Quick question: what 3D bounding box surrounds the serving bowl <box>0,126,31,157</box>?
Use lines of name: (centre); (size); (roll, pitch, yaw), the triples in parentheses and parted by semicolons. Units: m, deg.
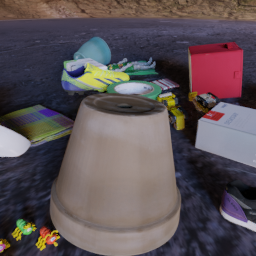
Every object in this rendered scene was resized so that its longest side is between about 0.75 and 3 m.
serving bowl: (-3.303, 0.333, 6.889); (1.659, 1.659, 0.546); (10, 70, 19)

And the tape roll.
tape roll: (0.235, -1.318, 10.986); (2.135, 0.513, 2.135); (0, 26, 0)

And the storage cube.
storage cube: (3.448, -2.295, 11.308); (1.883, 2.095, 1.791); (-2, 26, 10)

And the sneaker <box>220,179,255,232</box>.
sneaker: (2.594, 1.494, 4.936); (1.851, 0.810, 0.701); (14, 33, 26)

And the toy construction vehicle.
toy construction vehicle: (1.989, -0.648, 9.580); (1.866, 0.755, 2.143); (-16, 27, -8)

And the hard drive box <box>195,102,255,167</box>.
hard drive box: (3.247, 0.171, 7.561); (2.278, 0.875, 1.776); (17, 30, 31)

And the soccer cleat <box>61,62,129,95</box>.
soccer cleat: (-1.318, -2.165, 11.849); (2.986, 1.249, 0.965); (-10, 28, -20)

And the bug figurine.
bug figurine: (-1.810, 1.928, 4.649); (0.954, 0.316, 1.230); (20, 33, 35)

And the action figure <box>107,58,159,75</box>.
action figure: (-0.052, -3.112, 14.405); (2.863, 0.783, 1.691); (-10, 32, -12)

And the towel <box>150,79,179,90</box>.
towel: (1.494, -1.924, 12.630); (1.345, 0.153, 0.969); (-15, 32, -24)

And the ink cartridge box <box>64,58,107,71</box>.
ink cartridge box: (-2.040, -2.688, 13.377); (1.432, 0.827, 1.968); (-14, 30, -26)

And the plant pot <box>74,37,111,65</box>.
plant pot: (-2.010, -3.848, 15.054); (1.618, 1.618, 1.520); (20, 46, 34)

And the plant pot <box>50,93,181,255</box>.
plant pot: (-0.160, 0.561, 5.079); (2.463, 2.137, 2.463); (4, 20, -2)

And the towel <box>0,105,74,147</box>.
towel: (-2.921, -0.124, 8.852); (1.771, 0.281, 2.466); (-24, 35, -39)
